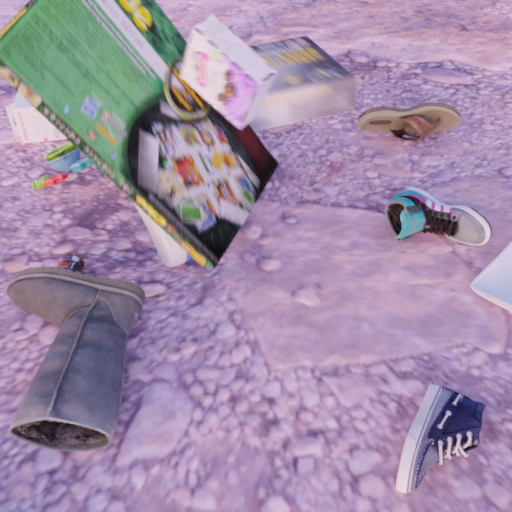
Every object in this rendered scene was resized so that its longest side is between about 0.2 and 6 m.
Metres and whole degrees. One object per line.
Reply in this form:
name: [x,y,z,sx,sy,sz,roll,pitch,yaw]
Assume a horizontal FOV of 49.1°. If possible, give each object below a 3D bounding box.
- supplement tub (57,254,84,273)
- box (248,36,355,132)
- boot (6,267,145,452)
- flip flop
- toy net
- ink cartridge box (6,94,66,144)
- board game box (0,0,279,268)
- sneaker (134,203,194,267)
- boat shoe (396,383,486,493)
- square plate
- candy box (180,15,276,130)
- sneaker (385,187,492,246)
supplement tub: [-3.379,0.348,10.021,0.423,0.423,0.791,1,41,2]
box: [0.117,-3.271,10.683,2.836,0.686,2.246,-15,42,-11]
boot: [-3.037,1.487,8.474,2.522,1.006,2.773,3,48,6]
flip flop: [3.745,-3.200,13.757,2.495,1.012,0.718,-2,66,-5]
toy net: [-3.688,-2.119,11.956,2.839,0.548,1.489,-6,29,36]
ink cartridge box: [-5.330,-3.483,13.948,1.490,0.958,0.933,-7,41,-10]
board game box: [-1.472,-2.038,8.357,0.525,4.474,2.344,11,61,47]
sneaker: [-1.493,-1.364,10.855,1.673,1.154,3.008,-20,72,-23]
boat shoe: [2.486,2.462,7.420,0.824,0.663,1.776,14,42,27]
square plate: [5.378,0.588,9.807,2.427,0.348,2.450,32,50,32]
candy box: [-0.369,-2.227,6.877,1.053,0.883,0.377,42,61,4]
sneaker: [3.307,-0.647,10.776,1.259,0.872,2.086,-24,39,-32]
